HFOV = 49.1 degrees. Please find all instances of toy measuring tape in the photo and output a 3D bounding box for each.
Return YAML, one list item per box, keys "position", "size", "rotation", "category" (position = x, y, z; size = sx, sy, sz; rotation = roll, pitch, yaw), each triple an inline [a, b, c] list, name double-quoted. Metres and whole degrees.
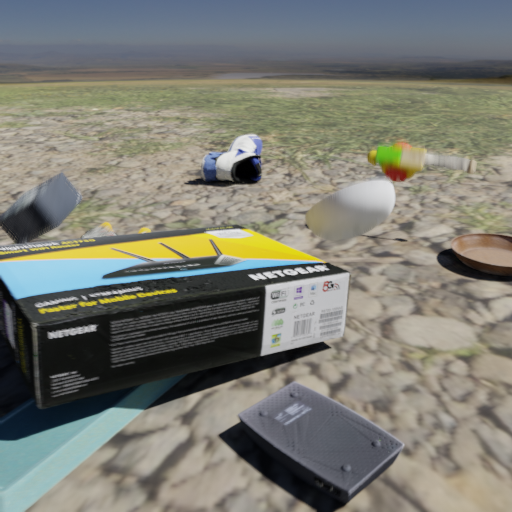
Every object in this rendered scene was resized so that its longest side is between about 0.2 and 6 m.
- position: [3.232, -1.793, 11.101]
  size: [2.085, 0.767, 0.767]
  rotation: [12, 25, 20]
  category: "toy measuring tape"

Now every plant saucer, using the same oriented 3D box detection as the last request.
- position: [4.269, -0.003, 9.900]
  size: [1.635, 0.299, 1.635]
  rotation: [0, 21, 0]
  category: "plant saucer"
- position: [-1.814, 1.570, 6.065]
  size: [1.065, 0.289, 3.047]
  rotation: [12, 25, 27]
  category: "plant saucer"

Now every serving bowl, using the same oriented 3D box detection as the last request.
- position: [1.464, -0.589, 8.447]
  size: [1.406, 0.462, 1.406]
  rotation: [-17, -16, -5]
  category: "serving bowl"

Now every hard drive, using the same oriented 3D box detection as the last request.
- position: [0.595, 1.782, 5.468]
  size: [0.952, 0.299, 1.411]
  rotation: [-20, 29, -40]
  category: "hard drive"

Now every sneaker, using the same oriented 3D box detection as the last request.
- position: [-0.286, -2.541, 15.502]
  size: [1.407, 0.984, 2.436]
  rotation: [16, 33, 26]
  category: "sneaker"
- position: [-2.595, -0.105, 8.921]
  size: [2.015, 0.828, 0.784]
  rotation: [-1, -1, -15]
  category: "sneaker"

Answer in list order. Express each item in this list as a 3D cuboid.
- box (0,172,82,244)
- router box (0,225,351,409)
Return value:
- position: [-3.704, -0.803, 9.624]
  size: [0.983, 0.620, 1.000]
  rotation: [-21, 27, 22]
  category: "box"
- position: [-1.189, 0.459, 7.200]
  size: [3.854, 0.984, 2.874]
  rotation: [-7, 19, -33]
  category: "router box"
